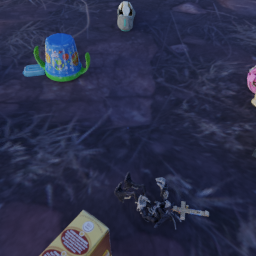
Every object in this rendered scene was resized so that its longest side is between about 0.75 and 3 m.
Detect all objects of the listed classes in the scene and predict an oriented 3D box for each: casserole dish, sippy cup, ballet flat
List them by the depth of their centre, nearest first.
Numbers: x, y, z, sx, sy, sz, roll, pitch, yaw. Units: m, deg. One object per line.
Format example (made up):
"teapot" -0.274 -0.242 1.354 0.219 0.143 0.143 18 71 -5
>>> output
"sippy cup" -2.308 -2.527 9.784 1.748 1.281 1.372 -17 48 -18
"casserole dish" -3.407 -2.140 10.279 0.928 0.180 0.562 -8 46 -6
"ballet flat" -0.070 -5.480 13.188 0.875 0.827 2.596 0 45 0

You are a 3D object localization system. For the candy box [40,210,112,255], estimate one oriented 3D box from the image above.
"candy box" -1.244 2.665 4.593 0.665 1.373 2.354 27 51 24

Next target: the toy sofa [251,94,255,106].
"toy sofa" 5.023 -0.695 8.446 2.261 1.103 0.936 7 20 7

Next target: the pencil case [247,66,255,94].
"pencil case" 5.004 -2.142 9.683 1.065 1.113 2.573 -2 34 44

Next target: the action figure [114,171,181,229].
"action figure" 0.474 1.562 6.149 1.545 0.788 0.918 24 39 25

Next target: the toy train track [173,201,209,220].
"toy train track" 1.416 1.853 6.299 0.805 0.131 0.462 8 45 7

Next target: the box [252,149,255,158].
"box" 4.506 0.652 7.023 1.452 0.811 2.057 -32 53 -32
